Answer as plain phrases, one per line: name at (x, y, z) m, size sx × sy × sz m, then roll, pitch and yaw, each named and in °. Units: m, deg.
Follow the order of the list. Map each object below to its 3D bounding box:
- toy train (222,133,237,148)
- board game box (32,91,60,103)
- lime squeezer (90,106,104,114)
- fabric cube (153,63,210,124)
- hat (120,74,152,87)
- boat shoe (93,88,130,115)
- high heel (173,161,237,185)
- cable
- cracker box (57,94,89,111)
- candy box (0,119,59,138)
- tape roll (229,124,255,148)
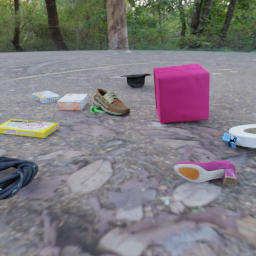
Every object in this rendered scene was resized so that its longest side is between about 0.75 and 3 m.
toy train at (3.404, 0.430, 9.370) m, size 0.436 × 0.331 × 0.763 m, roll 16°, pitch -14°, yaw 27°
board game box at (-4.728, -1.795, 16.100) m, size 1.059 × 0.270 × 1.575 m, roll -16°, pitch 25°, yaw -37°
lime squeezer at (-1.515, -0.843, 13.460) m, size 0.617 × 0.330 × 1.747 m, roll 17°, pitch 8°, yaw -10°
fabric cube at (2.300, -1.566, 12.424) m, size 2.105 × 2.071 × 2.111 m, roll -6°, pitch 24°, yaw 3°
hat at (0.579, -3.234, 19.166) m, size 2.166 × 0.874 × 2.166 m, roll -4°, pitch 11°, yaw 1°
boat shoe at (-0.893, -1.323, 13.702) m, size 0.930 × 0.908 × 2.458 m, roll -17°, pitch 32°, yaw -42°
high heel at (2.106, 1.063, 7.705) m, size 1.736 × 0.585 × 0.833 m, roll 7°, pitch 31°, yaw 3°
cable at (-3.372, 1.297, 7.119) m, size 2.597 × 0.660 × 2.119 m, roll 4°, pitch 11°, yaw 35°
cracker box at (-2.823, -1.368, 14.597) m, size 1.170 × 0.504 × 1.747 m, roll 2°, pitch 19°, yaw 6°
candy box at (-4.008, -0.004, 11.186) m, size 2.184 × 0.288 × 1.116 m, roll 5°, pitch 23°, yaw 14°
tape roll at (4.656, 0.256, 9.895) m, size 2.054 × 0.375 × 2.054 m, roll -4°, pitch 12°, yaw 1°
